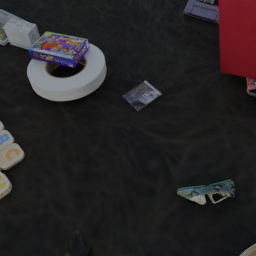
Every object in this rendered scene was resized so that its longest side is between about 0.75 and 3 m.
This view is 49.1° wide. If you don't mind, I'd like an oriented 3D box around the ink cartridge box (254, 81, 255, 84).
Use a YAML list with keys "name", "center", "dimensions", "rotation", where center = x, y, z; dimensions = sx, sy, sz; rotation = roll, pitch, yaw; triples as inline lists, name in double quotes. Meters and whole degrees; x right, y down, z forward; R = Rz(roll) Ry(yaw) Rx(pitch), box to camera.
- name: "ink cartridge box"
  center: [5.427, -0.623, 7.847]
  dimensions: [2.726, 0.648, 2.759]
  rotation: [-21, 57, -6]

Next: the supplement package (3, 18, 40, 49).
- name: "supplement package"
  center: [-3.586, -3.181, 9.557]
  dimensions: [0.960, 0.747, 0.532]
  rotation: [19, 59, 12]

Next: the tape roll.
- name: "tape roll"
  center: [-1.878, -1.836, 8.725]
  dimensions: [2.432, 0.444, 2.432]
  rotation: [-2, 51, 3]

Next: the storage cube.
- name: "storage cube"
  center: [4.255, -3.001, 7.912]
  dimensions: [2.828, 2.542, 2.418]
  rotation: [23, 52, 40]

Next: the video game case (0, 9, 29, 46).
- name: "video game case"
  center: [-4.599, -3.706, 10.248]
  dimensions: [1.481, 0.163, 1.348]
  rotation: [29, 61, 16]

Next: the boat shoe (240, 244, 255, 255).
- name: "boat shoe"
  center: [2.355, 3.061, 5.550]
  dimensions: [2.049, 0.666, 0.739]
  rotation: [-34, 63, -20]

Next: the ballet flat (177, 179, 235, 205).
- name: "ballet flat"
  center: [1.888, 1.567, 6.656]
  dimensions: [1.414, 0.525, 0.525]
  rotation: [-10, 57, -3]

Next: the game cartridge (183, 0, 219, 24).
- name: "game cartridge"
  center: [2.969, -4.569, 10.590]
  dimensions: [1.481, 0.284, 0.960]
  rotation: [22, 84, 14]

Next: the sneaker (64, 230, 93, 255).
- name: "sneaker"
  center: [-0.928, 2.766, 5.946]
  dimensions: [1.085, 0.326, 0.566]
  rotation: [38, 69, 25]

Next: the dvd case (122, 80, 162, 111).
- name: "dvd case"
  center: [0.431, -1.004, 8.547]
  dimensions: [0.987, 0.079, 0.734]
  rotation: [-35, 63, -21]

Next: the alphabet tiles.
- name: "alphabet tiles"
  center: [-4.269, 0.955, 7.196]
  dimensions: [2.793, 0.208, 2.856]
  rotation: [-36, 63, -21]

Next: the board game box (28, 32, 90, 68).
- name: "board game box"
  center: [-2.136, -2.468, 8.743]
  dimensions: [1.554, 0.348, 1.045]
  rotation: [15, 54, 17]

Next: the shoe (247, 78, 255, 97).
- name: "shoe"
  center: [4.420, -1.239, 8.432]
  dimensions: [1.630, 0.582, 0.742]
  rotation: [10, 59, 12]
